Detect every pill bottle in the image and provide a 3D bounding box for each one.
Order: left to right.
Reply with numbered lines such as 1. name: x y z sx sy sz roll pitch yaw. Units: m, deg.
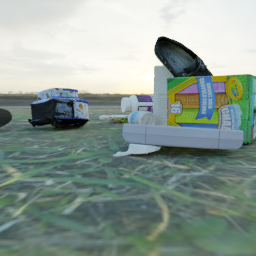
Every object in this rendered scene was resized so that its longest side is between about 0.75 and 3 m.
1. pill bottle: 0.852 -1.665 20.219 2.544 1.418 1.418 -2 6 -21
2. pill bottle: 0.474 -0.299 10.471 0.684 0.684 1.258 -3 7 -24

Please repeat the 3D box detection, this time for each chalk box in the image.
1. chalk box: 2.679 -0.563 7.710 2.827 1.752 1.764 2 6 31

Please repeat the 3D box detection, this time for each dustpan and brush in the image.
1. dustpan and brush: 0.123 0.451 5.601 0.920 0.263 0.642 5 -1 -29

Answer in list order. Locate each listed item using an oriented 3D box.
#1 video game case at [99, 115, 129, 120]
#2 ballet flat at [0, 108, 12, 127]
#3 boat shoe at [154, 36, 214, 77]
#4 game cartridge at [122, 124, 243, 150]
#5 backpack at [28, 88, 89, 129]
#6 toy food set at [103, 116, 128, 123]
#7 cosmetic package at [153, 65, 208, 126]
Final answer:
1. video game case: -0.434 -0.615 16.005 2.184 0.191 1.561 1 6 6
2. ballet flat: -5.421 -0.366 9.493 2.872 0.976 0.982 -11 -25 -31
3. boat shoe: 1.954 -2.045 9.288 1.085 2.902 0.962 -39 -13 3
4. game cartridge: 1.123 0.168 6.104 2.391 0.484 1.594 3 -3 8
5. backpack: -2.573 -0.728 10.954 2.005 1.622 2.105 9 -5 -44
6. toy food set: -0.390 -0.373 13.617 1.390 0.279 0.959 -3 -4 32
7. cosmetic package: 2.021 -1.196 10.995 1.949 2.343 1.961 1 6 11
